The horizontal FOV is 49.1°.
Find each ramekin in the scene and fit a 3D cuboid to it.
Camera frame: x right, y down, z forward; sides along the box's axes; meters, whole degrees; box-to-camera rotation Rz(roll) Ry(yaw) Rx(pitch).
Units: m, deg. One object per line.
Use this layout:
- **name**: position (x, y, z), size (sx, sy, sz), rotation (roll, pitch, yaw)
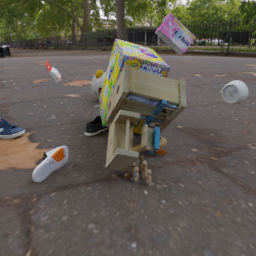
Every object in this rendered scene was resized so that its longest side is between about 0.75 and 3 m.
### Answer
- **ramekin**: position (4.005, -1.323, 10.605), size (0.481, 0.917, 0.917), rotation (-15, 24, -39)

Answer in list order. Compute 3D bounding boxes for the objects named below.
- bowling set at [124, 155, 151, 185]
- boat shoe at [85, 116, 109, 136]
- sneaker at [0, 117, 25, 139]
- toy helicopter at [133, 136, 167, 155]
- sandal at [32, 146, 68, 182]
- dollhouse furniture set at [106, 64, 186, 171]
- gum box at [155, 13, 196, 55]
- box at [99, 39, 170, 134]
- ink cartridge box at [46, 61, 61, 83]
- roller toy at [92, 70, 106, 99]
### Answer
- **bowling set**: position (0.244, 1.149, 7.600), size (0.657, 0.507, 0.944), rotation (-5, 19, -15)
- **boat shoe**: position (-1.189, -0.206, 11.451), size (0.655, 0.581, 1.754), rotation (8, 20, 30)
- **sneaker**: position (-4.954, -0.138, 10.843), size (2.030, 0.858, 0.761), rotation (6, 20, 15)
- **toy helicopter**: position (0.624, 0.648, 9.290), size (1.493, 0.589, 0.987), rotation (-19, 34, -19)
- **sandal**: position (-2.289, 0.948, 8.003), size (0.469, 0.626, 1.635), rotation (11, 23, 20)
- **dollhouse furniture set**: position (0.446, -0.001, 8.774), size (2.051, 2.910, 2.039), rotation (12, -29, -15)
- **gum box**: position (1.274, -2.562, 7.663), size (1.007, 0.572, 0.333), rotation (38, -9, -13)
- **box**: position (0.066, -1.768, 11.428), size (1.801, 2.843, 2.952), rotation (12, 26, -14)
- **ink cartridge box**: position (-2.839, -2.193, 10.695), size (0.200, 0.799, 0.648), rotation (-23, 28, 2)
- **roller toy**: position (-1.331, -2.459, 16.457), size (1.217, 1.589, 1.742), rotation (11, -2, 31)
